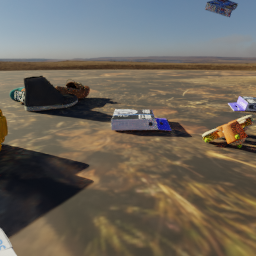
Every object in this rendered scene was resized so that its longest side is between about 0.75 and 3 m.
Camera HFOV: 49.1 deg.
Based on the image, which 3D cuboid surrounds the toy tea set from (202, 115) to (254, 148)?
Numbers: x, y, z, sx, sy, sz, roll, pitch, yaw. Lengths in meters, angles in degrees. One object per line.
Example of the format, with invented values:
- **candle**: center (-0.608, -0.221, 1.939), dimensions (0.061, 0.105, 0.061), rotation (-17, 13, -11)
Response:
- **toy tea set**: center (2.509, 0.141, 6.576), dimensions (1.571, 0.581, 0.934), rotation (-17, -8, -41)

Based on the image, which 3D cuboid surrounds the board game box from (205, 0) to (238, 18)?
- **board game box**: center (3.538, -4.424, 10.309), dimensions (0.975, 0.301, 0.974), rotation (-28, 54, -30)

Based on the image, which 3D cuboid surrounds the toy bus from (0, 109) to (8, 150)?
- **toy bus**: center (-3.338, 0.232, 5.127), dimensions (1.029, 0.856, 2.629), rotation (7, 16, 27)

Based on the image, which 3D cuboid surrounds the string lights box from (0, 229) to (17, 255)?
- **string lights box**: center (-1.626, 1.233, 1.983), dimensions (1.526, 0.450, 0.784), rotation (-11, 18, -37)

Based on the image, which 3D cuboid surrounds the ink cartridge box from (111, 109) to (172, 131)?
- **ink cartridge box**: center (0.380, -0.259, 8.165), dimensions (1.641, 0.356, 1.626), rotation (1, 13, 1)

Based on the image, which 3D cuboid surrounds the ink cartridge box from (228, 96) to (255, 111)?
- **ink cartridge box**: center (4.859, -0.944, 10.885), dimensions (1.660, 0.360, 1.645), rotation (2, 15, 11)

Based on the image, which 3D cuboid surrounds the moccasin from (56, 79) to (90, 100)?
- **moccasin**: center (-2.564, -1.787, 13.015), dimensions (0.885, 0.934, 2.421), rotation (8, 16, 28)

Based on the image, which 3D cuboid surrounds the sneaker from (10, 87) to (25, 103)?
- **sneaker**: center (-4.191, -1.329, 11.650), dimensions (2.002, 0.714, 0.800), rotation (6, 11, 17)

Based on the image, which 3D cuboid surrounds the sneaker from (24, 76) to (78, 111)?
- **sneaker**: center (-2.910, -1.419, 10.892), dimensions (0.882, 1.253, 2.360), rotation (10, 17, 36)
